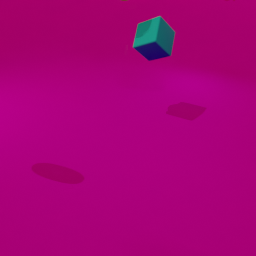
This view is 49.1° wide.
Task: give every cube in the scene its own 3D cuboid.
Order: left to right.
[{"bbox_3d":[0.855,-2.867,9.091,0.920,0.920,0.920,-2,-20,41],"label":"cube"}]
